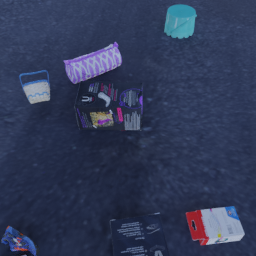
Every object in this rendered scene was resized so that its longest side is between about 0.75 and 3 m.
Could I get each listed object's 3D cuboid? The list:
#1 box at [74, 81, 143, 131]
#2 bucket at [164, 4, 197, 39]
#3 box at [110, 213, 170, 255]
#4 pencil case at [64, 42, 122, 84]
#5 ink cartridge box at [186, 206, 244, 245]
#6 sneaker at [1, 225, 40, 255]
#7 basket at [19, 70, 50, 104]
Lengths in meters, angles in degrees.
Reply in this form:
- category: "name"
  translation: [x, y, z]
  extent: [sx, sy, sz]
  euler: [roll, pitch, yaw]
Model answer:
- category: "box"
  translation: [-0.668, -0.850, 10.797]
  extent: [2.450, 1.300, 1.498]
  euler: [2, 49, 2]
- category: "bucket"
  translation: [2.850, -5.820, 15.239]
  extent: [1.763, 1.147, 1.763]
  euler: [0, 50, 0]
- category: "box"
  translation: [0.303, 3.219, 7.541]
  extent: [1.420, 0.848, 1.444]
  euler: [-7, 47, -5]
- category: "pencil case"
  translation: [-1.536, -2.967, 12.753]
  extent: [2.698, 1.153, 1.132]
  euler: [-29, 62, -22]
- category: "ink cartridge box"
  translation: [2.454, 2.844, 8.121]
  extent: [1.483, 0.499, 0.861]
  euler: [-5, 49, -4]
- category: "sneaker"
  translation: [-3.005, 3.259, 7.847]
  extent: [1.292, 0.487, 0.507]
  euler: [18, 58, 26]
- category: "basket"
  translation: [-3.870, -1.751, 11.753]
  extent: [1.172, 0.925, 1.330]
  euler: [-12, 78, -11]
